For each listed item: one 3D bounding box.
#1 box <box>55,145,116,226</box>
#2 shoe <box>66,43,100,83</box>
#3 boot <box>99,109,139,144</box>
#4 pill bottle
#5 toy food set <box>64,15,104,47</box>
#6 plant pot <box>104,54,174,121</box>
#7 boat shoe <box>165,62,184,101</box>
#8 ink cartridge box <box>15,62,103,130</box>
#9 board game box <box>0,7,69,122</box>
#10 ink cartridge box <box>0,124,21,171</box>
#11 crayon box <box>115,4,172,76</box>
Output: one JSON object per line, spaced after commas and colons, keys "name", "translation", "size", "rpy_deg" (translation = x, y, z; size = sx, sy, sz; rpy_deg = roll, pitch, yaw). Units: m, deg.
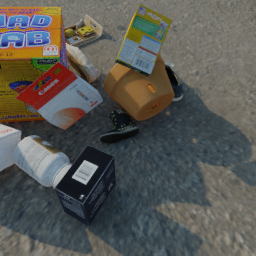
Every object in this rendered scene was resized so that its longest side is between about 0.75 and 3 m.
{"name": "box", "translation": [-1.119, 1.632, 7.904], "size": [0.935, 1.592, 1.565], "rpy_deg": [23, 54, 17]}
{"name": "shoe", "translation": [-2.104, -2.901, 12.067], "size": [0.671, 0.879, 2.514], "rpy_deg": [-36, 68, -11]}
{"name": "boot", "translation": [-0.450, -0.084, 9.990], "size": [1.468, 0.537, 1.105], "rpy_deg": [-16, 53, -17]}
{"name": "pill bottle", "translation": [-2.457, 1.143, 8.615], "size": [1.967, 1.125, 1.125], "rpy_deg": [30, 57, 22]}
{"name": "toy food set", "translation": [-2.615, -4.799, 13.725], "size": [2.373, 0.717, 1.703], "rpy_deg": [-30, 57, -22]}
{"name": "plant pot", "translation": [0.560, -1.403, 10.094], "size": [2.387, 2.387, 1.671], "rpy_deg": [-26, 71, -20]}
{"name": "boat shoe", "translation": [1.463, -2.238, 11.568], "size": [0.988, 0.816, 2.640], "rpy_deg": [-14, 52, -11]}
{"name": "ink cartridge box", "translation": [-2.118, -0.932, 9.117], "size": [1.850, 2.281, 0.572], "rpy_deg": [-36, 64, 12]}
{"name": "board game box", "translation": [-3.710, -2.264, 10.097], "size": [2.908, 2.906, 2.906], "rpy_deg": [-4, 52, -8]}
{"name": "ink cartridge box", "translation": [-5.020, 0.443, 8.628], "size": [2.709, 1.143, 1.961], "rpy_deg": [16, 18, 13]}
{"name": "crayon box", "translation": [0.488, -2.737, 8.843], "size": [1.174, 0.482, 1.868], "rpy_deg": [22, 89, -9]}
